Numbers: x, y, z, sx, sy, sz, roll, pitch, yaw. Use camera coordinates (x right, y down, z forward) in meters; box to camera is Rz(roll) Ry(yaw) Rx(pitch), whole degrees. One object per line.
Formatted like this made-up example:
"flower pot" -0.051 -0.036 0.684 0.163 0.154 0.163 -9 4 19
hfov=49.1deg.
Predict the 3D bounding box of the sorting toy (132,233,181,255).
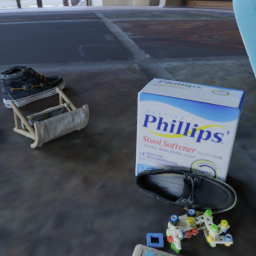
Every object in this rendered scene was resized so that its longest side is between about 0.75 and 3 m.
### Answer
"sorting toy" 0.432 2.228 4.352 0.894 0.216 1.588 9 30 16

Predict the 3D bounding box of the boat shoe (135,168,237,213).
"boat shoe" 1.041 1.181 5.485 2.012 0.752 0.667 14 -8 27

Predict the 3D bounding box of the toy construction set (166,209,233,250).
"toy construction set" 1.143 1.795 4.880 1.194 0.550 0.783 0 27 -23

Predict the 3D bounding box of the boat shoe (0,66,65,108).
"boat shoe" -3.500 -1.814 10.631 0.986 1.265 2.788 17 33 28

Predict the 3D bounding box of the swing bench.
"swing bench" -2.239 -0.254 8.084 1.624 1.059 1.633 -24 42 -37

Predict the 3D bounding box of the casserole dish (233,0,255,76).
"casserole dish" 2.733 -1.644 5.062 1.799 2.970 0.576 -41 23 -28

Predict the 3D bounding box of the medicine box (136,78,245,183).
"medicine box" 1.268 0.179 6.070 1.955 2.146 1.105 12 31 21
